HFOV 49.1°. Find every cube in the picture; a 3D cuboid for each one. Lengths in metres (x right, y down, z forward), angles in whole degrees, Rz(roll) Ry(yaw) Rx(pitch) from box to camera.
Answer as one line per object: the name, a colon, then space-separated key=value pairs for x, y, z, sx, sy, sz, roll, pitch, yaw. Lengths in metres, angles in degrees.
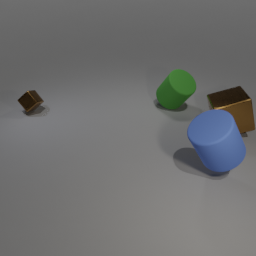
cube: x=4.120 y=-0.657 z=11.289 sx=1.400 sy=1.400 sz=1.400 roll=-15 pitch=28 yaw=11
cube: x=-4.461 y=-1.244 z=12.868 sx=0.700 sy=0.700 sz=0.700 roll=-38 pitch=2 yaw=14

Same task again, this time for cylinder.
cylinder: x=2.718 y=0.392 z=8.581 sx=1.400 sy=1.400 sz=1.400 roll=-23 pitch=38 yaw=19
cylinder: x=2.228 y=-1.782 z=13.092 sx=1.400 sy=1.400 sz=1.400 roll=9 pitch=62 yaw=-18
